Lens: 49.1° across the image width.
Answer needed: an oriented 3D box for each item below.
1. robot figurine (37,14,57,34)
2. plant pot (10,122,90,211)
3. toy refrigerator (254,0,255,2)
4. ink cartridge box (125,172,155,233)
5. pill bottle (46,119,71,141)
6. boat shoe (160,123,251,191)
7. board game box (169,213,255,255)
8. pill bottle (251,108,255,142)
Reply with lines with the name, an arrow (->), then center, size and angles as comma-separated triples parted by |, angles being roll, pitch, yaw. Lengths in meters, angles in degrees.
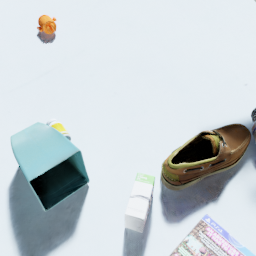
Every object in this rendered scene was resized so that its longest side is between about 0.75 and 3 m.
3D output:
robot figurine -> -3.295, -4.244, 11.443 | 0.603, 0.743, 1.033 | 4, 37, -47
plant pot -> -2.059, 0.769, 6.892 | 1.279, 1.279, 1.810 | -33, 51, -24
toy refrigerator -> 3.817, -4.347, 7.753 | 2.769, 0.969, 1.051 | 42, 97, -12
ink cartridge box -> 0.274, 1.689, 6.370 | 0.451, 0.781, 1.073 | 13, 51, 11
pill bottle -> -1.979, 0.116, 7.893 | 0.462, 0.462, 0.825 | -27, 56, -21
boat shoe -> 2.156, 0.575, 7.156 | 2.932, 0.997, 1.055 | -29, 56, -22
board game box -> 1.454, 2.885, 5.298 | 1.834, 0.888, 1.462 | -36, 59, -26
pill bottle -> 3.926, 0.251, 7.402 | 1.050, 1.050, 1.873 | -1, 50, 0
